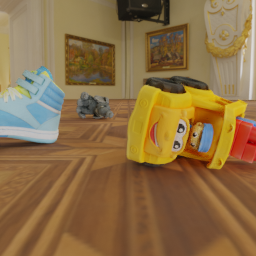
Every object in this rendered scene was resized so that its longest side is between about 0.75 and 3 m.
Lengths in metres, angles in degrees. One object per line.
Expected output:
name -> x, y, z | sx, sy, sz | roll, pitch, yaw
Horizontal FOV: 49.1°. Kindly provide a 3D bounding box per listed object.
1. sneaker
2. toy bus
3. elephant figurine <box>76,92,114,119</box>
sneaker -> -2.755, -0.732, 6.505 | 2.791, 1.822, 1.110 | 12, 10, -44
toy bus -> 1.352, 0.063, 4.967 | 2.166, 1.531, 2.256 | 23, 20, 29
elephant figurine -> -1.397, -0.919, 13.386 | 1.922, 1.491, 1.360 | 12, -34, 10
